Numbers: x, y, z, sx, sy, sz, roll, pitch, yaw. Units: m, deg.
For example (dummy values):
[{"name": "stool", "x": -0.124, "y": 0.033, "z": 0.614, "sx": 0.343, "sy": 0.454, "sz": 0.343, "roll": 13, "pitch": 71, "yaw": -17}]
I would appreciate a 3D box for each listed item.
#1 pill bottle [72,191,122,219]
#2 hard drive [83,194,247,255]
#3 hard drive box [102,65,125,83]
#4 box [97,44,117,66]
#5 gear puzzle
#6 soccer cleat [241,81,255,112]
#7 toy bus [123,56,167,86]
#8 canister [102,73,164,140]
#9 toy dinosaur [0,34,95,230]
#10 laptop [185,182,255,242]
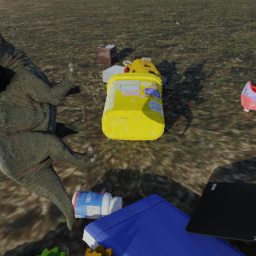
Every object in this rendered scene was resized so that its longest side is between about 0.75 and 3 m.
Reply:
[{"name": "pill bottle", "x": -0.607, "y": 1.545, "z": 5.600, "sx": 0.940, "sy": 0.528, "sz": 0.528, "roll": 3, "pitch": 32, "yaw": 4}, {"name": "hard drive", "x": 0.934, "y": 2.141, "z": 4.352, "sx": 2.876, "sy": 0.365, "sz": 1.898, "roll": 28, "pitch": 25, "yaw": 37}, {"name": "hard drive box", "x": -0.305, "y": -2.144, "z": 11.495, "sx": 1.180, "sy": 0.453, "sz": 0.920, "roll": 20, "pitch": 37, "yaw": 28}, {"name": "box", "x": -0.969, "y": -3.456, "z": 13.213, "sx": 0.689, "sy": 0.839, "sz": 0.696, "roll": 13, "pitch": 34, "yaw": 21}, {"name": "gear puzzle", "x": -1.376, "y": 2.307, "z": 3.846, "sx": 2.621, "sy": 0.343, "sz": 1.357, "roll": -21, "pitch": 34, "yaw": 1}, {"name": "soccer cleat", "x": 5.032, "y": -0.920, "z": 9.062, "sx": 2.590, "sy": 0.990, "sz": 0.864, "roll": 8, "pitch": 33, "yaw": 13}, {"name": "toy bus", "x": 0.563, "y": -2.172, "z": 10.618, "sx": 1.924, "sy": 0.994, "sz": 1.816, "roll": 27, "pitch": 44, "yaw": 3}, {"name": "canister", "x": 0.177, "y": -0.726, "z": 8.698, "sx": 1.852, "sy": 1.079, "sz": 2.494, "roll": 1, "pitch": 34, "yaw": 2}, {"name": "toy dinosaur", "x": -1.155, "y": -0.042, "z": 3.345, "sx": 1.324, "sy": 2.589, "sz": 0.996, "roll": -11, "pitch": 16, "yaw": -8}, {"name": "laptop", "x": 2.262, "y": 1.855, "z": 5.069, "sx": 1.899, "sy": 0.981, "sz": 1.683, "roll": 45, "pitch": 37, "yaw": 5}]
